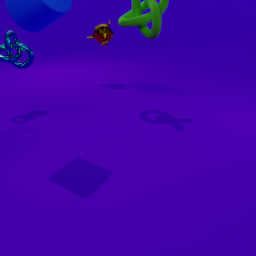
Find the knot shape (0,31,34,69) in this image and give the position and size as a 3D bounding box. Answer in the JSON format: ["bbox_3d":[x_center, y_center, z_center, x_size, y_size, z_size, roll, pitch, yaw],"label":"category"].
[{"bbox_3d":[-3.669,-2.458,9.199,0.572,1.158,1.237,-13,50,46],"label":"knot shape"}]

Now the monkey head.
[{"bbox_3d":[-1.079,-3.882,11.721,1.330,0.801,0.956,-28,33,24],"label":"monkey head"}]

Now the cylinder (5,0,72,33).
[{"bbox_3d":[-1.946,-2.791,6.143,1.029,1.029,1.029,-16,15,36],"label":"cylinder"}]

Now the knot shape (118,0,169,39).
[{"bbox_3d":[0.426,-3.628,8.862,1.626,1.738,0.803,-6,-11,34],"label":"knot shape"}]
